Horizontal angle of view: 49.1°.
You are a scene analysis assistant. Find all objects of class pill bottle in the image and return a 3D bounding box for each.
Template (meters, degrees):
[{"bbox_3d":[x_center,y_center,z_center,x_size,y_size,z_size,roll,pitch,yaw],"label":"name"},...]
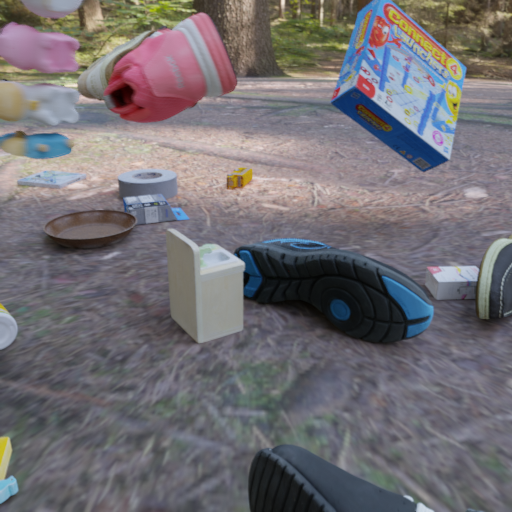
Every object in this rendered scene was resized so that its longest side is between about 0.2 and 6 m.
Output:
[{"bbox_3d":[-3.500,0.832,7.284,0.509,0.509,0.916,-17,27,-35],"label":"pill bottle"}]

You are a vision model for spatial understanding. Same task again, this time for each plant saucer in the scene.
[{"bbox_3d":[-3.178,-0.497,10.826,1.743,0.319,1.743,1,22,0],"label":"plant saucer"}]

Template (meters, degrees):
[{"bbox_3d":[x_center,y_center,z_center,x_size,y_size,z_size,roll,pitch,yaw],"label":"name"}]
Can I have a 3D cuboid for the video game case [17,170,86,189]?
[{"bbox_3d":[-5.390,-2.031,14.822,1.310,0.144,1.194,7,23,17],"label":"video game case"}]

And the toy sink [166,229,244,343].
[{"bbox_3d":[-0.661,0.312,7.458,0.754,1.347,0.878,-14,25,-29],"label":"toy sink"}]

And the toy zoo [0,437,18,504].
[{"bbox_3d":[-2.931,2.010,4.828,1.736,0.178,1.139,0,22,-1],"label":"toy zoo"}]

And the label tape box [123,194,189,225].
[{"bbox_3d":[-2.149,-1.018,12.000,1.247,0.395,0.899,-8,24,-19],"label":"label tape box"}]

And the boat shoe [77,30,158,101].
[{"bbox_3d":[-2.418,-3.685,10.933,0.943,1.047,2.903,-4,30,22],"label":"boat shoe"}]

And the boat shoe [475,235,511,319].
[{"bbox_3d":[3.945,0.235,8.132,0.914,0.994,2.783,10,19,35],"label":"boat shoe"}]

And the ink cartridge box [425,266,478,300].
[{"bbox_3d":[3.162,0.405,8.580,0.979,0.330,0.570,-1,22,-2],"label":"ink cartridge box"}]

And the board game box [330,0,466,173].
[{"bbox_3d":[2.815,-3.281,10.747,2.470,2.419,0.690,29,-27,-23],"label":"board game box"}]

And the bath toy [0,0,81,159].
[{"bbox_3d":[-2.362,-2.078,5.934,0.737,1.993,0.867,24,23,31],"label":"bath toy"}]

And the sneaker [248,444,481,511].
[{"bbox_3d":[1.378,2.158,3.213,1.493,1.250,3.374,-19,38,-39],"label":"sneaker"}]

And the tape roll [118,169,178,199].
[{"bbox_3d":[-2.641,-1.742,13.684,1.422,0.470,1.422,0,21,0],"label":"tape roll"}]

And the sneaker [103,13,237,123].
[{"bbox_3d":[-1.483,-2.396,7.569,1.414,1.202,3.261,-29,18,-16],"label":"sneaker"}]

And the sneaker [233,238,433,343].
[{"bbox_3d":[1.113,0.249,7.902,3.090,1.131,1.266,18,28,37],"label":"sneaker"}]

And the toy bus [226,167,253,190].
[{"bbox_3d":[-0.437,-2.000,14.478,0.430,0.358,1.100,7,23,14],"label":"toy bus"}]
